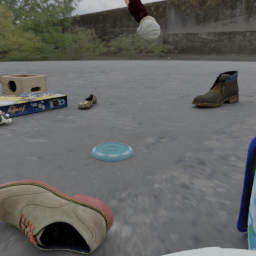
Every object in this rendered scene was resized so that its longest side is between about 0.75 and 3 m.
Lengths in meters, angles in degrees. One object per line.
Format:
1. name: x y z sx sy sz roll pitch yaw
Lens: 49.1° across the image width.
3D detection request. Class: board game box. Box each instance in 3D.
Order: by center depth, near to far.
1. board game box: -3.426 -0.820 9.291 1.580 0.404 2.332 14 21 40

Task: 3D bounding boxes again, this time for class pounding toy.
1. pounding toy: -4.604 -1.638 11.210 2.007 0.918 1.764 9 18 28

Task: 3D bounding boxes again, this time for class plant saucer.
1. plant saucer: -0.305 0.438 5.448 0.838 0.115 0.838 1 16 0

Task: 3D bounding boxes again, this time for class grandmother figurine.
1. grandmother figurine: 0.242 -3.979 9.012 0.800 2.642 1.602 -31 -12 18

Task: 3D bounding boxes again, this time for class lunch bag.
1. lunch bag: 1.562 0.676 2.671 0.886 1.182 1.391 7 18 21

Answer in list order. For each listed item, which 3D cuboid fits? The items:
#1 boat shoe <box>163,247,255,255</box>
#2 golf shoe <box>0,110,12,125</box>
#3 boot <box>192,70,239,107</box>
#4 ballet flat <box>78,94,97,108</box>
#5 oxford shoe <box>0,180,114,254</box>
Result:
1. boat shoe: 0.947 1.218 1.289 2.564 0.895 0.913 3 12 -2
2. golf shoe: -3.532 -0.294 7.691 0.463 0.406 1.052 13 10 -35
3. boot: 3.149 -1.422 10.013 2.397 1.162 0.895 -13 20 -37
4. ballet flat: -1.404 -0.946 9.852 0.494 0.340 1.466 3 16 11
5. oxford shoe: -0.947 0.934 2.963 1.514 0.533 0.566 4 19 14
